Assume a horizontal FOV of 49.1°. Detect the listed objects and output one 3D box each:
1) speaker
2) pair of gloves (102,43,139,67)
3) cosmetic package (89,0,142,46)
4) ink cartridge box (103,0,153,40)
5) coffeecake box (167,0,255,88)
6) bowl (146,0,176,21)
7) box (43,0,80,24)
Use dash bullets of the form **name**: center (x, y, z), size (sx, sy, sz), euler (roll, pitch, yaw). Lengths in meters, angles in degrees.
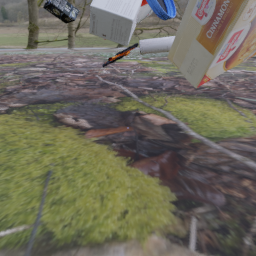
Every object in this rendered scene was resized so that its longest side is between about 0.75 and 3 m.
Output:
- **speaker**: center (1.049, -2.863, 9.733), size (1.261, 0.512, 0.512), euler (-4, 19, 10)
- **pair of gloves**: center (-0.249, -2.188, 8.403), size (1.051, 0.146, 1.180), euler (-32, 9, -20)
- **cosmetic package**: center (-0.309, -2.693, 6.753), size (1.020, 0.853, 0.848), euler (19, 61, 0)
- **ink cartridge box**: center (0.467, -4.171, 10.008), size (2.631, 0.660, 2.134), euler (-10, 23, 42)
- **coffeecake box**: center (2.526, -2.441, 5.885), size (2.975, 2.284, 1.087), euler (-29, 70, -23)
- **bowl**: center (0.843, -3.630, 7.759), size (0.273, 1.390, 1.390), euler (-23, 4, 35)
- **box**: center (-2.479, -4.419, 10.420), size (1.044, 0.450, 0.855), euler (28, -8, -37)
